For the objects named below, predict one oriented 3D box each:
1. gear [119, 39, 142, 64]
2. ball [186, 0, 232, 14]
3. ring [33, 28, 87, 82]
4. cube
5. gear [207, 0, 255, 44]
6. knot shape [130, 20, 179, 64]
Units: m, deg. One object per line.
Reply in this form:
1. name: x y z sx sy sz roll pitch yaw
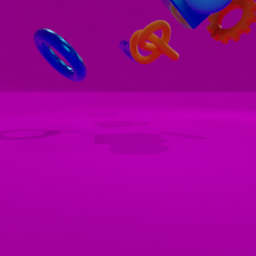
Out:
1. gear: 0.151 -3.631 13.371 1.353 0.250 1.353 39 -7 5
2. ball: 1.803 -3.138 6.162 1.172 1.172 1.172 0 8 0
3. ring: -1.904 -2.011 7.900 0.364 1.819 1.819 -51 29 -16
4. cube: 1.682 -3.502 7.330 1.243 1.243 1.243 -41 17 13
5. gear: 2.864 -3.024 7.744 1.357 1.357 0.251 8 -7 46
6. knot shape: 0.826 -3.020 10.267 1.812 0.895 1.936 -2 -28 37
